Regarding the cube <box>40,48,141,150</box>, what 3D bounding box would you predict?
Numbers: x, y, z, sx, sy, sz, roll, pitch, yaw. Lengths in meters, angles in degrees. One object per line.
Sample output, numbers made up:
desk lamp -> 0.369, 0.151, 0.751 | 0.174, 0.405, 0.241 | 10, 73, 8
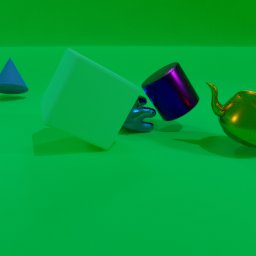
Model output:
cube -> -0.830, -0.622, 5.714 | 1.382, 1.382, 1.382 | 24, 11, -27

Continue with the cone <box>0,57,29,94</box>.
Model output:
cone -> -4.332, -2.020, 10.308 | 1.253, 1.257, 1.253 | -5, -9, -1

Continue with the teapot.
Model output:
teapot -> 2.385, -0.283, 5.422 | 2.042, 1.000, 1.270 | 22, 30, 11

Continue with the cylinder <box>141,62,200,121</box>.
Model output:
cylinder -> 1.022, -0.871, 6.763 | 1.043, 1.043, 1.043 | -32, 17, 11

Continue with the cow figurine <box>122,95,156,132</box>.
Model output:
cow figurine -> -0.227, -0.426, 6.913 | 1.525, 0.851, 1.550 | -1, 26, -16
